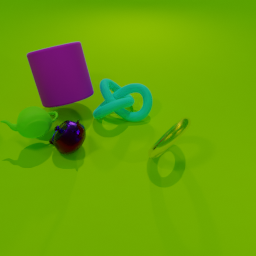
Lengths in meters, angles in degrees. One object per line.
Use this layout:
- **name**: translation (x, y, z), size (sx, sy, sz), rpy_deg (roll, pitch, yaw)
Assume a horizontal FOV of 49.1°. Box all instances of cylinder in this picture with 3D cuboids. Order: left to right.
- **cylinder**: translation (-1.730, -1.394, 7.286), size (1.395, 1.395, 1.395), rpy_deg (-12, 17, 4)

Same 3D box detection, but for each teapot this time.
- **teapot**: translation (-2.224, -0.160, 6.450), size (1.276, 0.794, 0.625), rpy_deg (-15, 54, -26)
- **teapot**: translation (-1.380, 0.160, 6.454), size (1.344, 0.658, 0.836), rpy_deg (-25, 37, 38)

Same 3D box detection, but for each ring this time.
- **ring**: translation (0.919, 0.219, 6.262), size (0.246, 1.230, 1.230), rpy_deg (46, 53, 4)

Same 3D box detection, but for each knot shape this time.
- **knot shape**: translation (-0.251, -0.823, 7.720), size (1.637, 0.757, 1.532), rpy_deg (-12, 43, -14)
